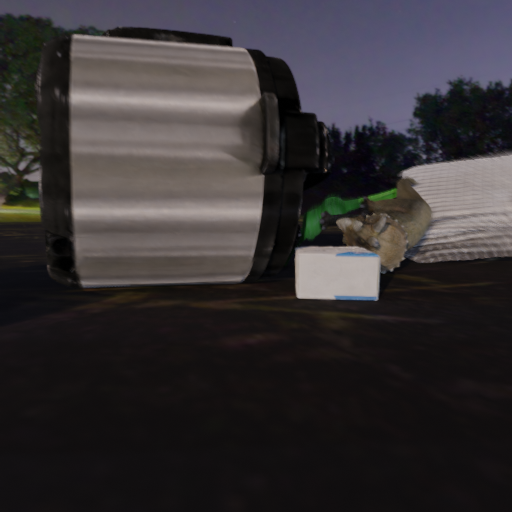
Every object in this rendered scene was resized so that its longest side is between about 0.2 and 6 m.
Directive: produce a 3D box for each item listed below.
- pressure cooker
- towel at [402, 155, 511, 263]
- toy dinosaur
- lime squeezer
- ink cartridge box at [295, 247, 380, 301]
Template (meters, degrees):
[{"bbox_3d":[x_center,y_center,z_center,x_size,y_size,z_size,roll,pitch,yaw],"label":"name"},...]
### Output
[{"bbox_3d":[-0.658,-0.864,5.607,2.740,2.448,2.410,0,38,-14],"label":"pressure cooker"},{"bbox_3d":[3.175,-0.713,8.245,2.076,0.888,1.719,-5,34,24],"label":"towel"},{"bbox_3d":[1.716,-0.358,7.359,1.319,0.992,2.578,10,23,42],"label":"toy dinosaur"},{"bbox_3d":[1.064,-0.478,8.279,2.227,0.420,0.787,-30,45,-20],"label":"lime squeezer"},{"bbox_3d":[0.708,0.141,5.141,0.695,0.401,0.959,0,4,3],"label":"ink cartridge box"}]
